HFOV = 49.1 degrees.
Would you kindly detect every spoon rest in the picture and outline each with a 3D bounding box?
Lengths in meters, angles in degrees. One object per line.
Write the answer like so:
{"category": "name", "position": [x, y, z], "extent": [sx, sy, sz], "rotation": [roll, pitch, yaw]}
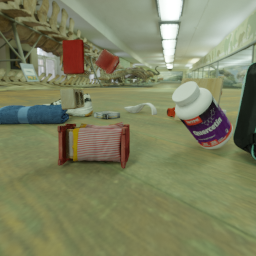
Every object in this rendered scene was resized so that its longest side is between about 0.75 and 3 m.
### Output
{"category": "spoon rest", "position": [0.665, -1.066, 14.904], "extent": [1.953, 0.592, 0.970], "rotation": [10, 14, 40]}

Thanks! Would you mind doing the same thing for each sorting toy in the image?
{"category": "sorting toy", "position": [3.097, -1.113, 11.937], "extent": [1.876, 1.887, 0.657], "rotation": [10, -2, 43]}

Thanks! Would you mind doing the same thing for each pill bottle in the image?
{"category": "pill bottle", "position": [1.914, -0.325, 7.288], "extent": [1.010, 1.796, 1.010], "rotation": [-32, 30, 21]}

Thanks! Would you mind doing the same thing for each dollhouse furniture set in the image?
{"category": "dollhouse furniture set", "position": [-0.750, -0.584, 6.283], "extent": [1.495, 2.777, 1.129], "rotation": [-1, 6, 5]}

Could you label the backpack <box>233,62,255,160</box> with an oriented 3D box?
{"category": "backpack", "position": [3.875, -0.353, 6.390], "extent": [2.574, 2.263, 1.974], "rotation": [5, 14, 2]}

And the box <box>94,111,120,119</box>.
{"category": "box", "position": [-1.010, -0.623, 13.367], "extent": [0.831, 0.253, 1.049], "rotation": [-9, 13, -40]}

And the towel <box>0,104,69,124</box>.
{"category": "towel", "position": [-4.124, -0.617, 12.039], "extent": [2.966, 0.720, 1.656], "rotation": [0, 11, -3]}

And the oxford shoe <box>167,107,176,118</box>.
{"category": "oxford shoe", "position": [2.373, -0.745, 13.360], "extent": [0.539, 0.529, 1.486], "rotation": [1, 9, -16]}

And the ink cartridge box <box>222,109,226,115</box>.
{"category": "ink cartridge box", "position": [3.975, -0.664, 13.138], "extent": [0.990, 0.424, 0.731], "rotation": [-4, 11, -12]}

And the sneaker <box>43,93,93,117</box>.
{"category": "sneaker", "position": [-3.115, -1.238, 14.107], "extent": [2.788, 1.222, 1.054], "rotation": [0, 12, 8]}
